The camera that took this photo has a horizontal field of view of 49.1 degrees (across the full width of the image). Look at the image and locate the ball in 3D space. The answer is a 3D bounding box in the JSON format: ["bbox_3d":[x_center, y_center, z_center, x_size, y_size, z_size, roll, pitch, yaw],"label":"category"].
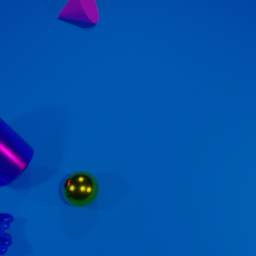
[{"bbox_3d":[-1.042,1.345,6.178,0.793,0.793,0.793,0,60,0],"label":"ball"}]

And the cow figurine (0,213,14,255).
[{"bbox_3d":[-2.908,2.187,5.484,1.162,0.648,1.181,16,38,-30],"label":"cow figurine"}]

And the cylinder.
[{"bbox_3d":[-2.916,0.498,6.174,1.167,1.167,1.167,-26,32,18],"label":"cylinder"}]

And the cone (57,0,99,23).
[{"bbox_3d":[-1.813,-3.887,9.254,1.244,1.239,1.239,-13,58,20],"label":"cone"}]
